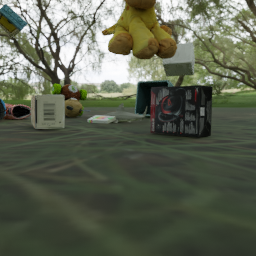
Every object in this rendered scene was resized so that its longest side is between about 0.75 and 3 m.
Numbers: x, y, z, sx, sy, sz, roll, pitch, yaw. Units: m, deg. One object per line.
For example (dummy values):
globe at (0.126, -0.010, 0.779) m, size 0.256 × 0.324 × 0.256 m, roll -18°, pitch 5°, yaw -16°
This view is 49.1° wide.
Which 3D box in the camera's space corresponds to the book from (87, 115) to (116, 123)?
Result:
book at (-0.837, -0.253, 8.892) m, size 0.756 × 0.182 × 0.505 m, roll 3°, pitch 16°, yaw 28°

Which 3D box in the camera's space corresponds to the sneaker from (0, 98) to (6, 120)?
sneaker at (-4.956, -0.605, 8.921) m, size 0.975 × 0.871 × 2.380 m, roll 2°, pitch 5°, yaw 20°

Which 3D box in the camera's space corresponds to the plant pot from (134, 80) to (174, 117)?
plant pot at (1.367, -1.154, 12.287) m, size 1.515 × 1.520 × 1.548 m, roll 3°, pitch -5°, yaw 31°

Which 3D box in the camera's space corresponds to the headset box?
headset box at (0.954, -0.338, 5.458) m, size 0.473 × 0.938 × 1.261 m, roll -3°, pitch 5°, yaw -45°

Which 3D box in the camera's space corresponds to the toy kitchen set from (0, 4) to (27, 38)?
toy kitchen set at (-2.349, -1.751, 4.610) m, size 0.711 × 1.207 × 0.967 m, roll -19°, pitch -51°, yaw 44°

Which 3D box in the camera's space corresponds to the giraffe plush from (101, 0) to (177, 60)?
giraffe plush at (0.403, -3.433, 8.148) m, size 2.225 × 2.091 × 2.579 m, roll -6°, pitch 39°, yaw -21°

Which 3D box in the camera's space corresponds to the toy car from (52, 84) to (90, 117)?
toy car at (-2.413, -1.069, 12.196) m, size 1.540 × 1.479 × 1.875 m, roll 9°, pitch 11°, yaw -31°

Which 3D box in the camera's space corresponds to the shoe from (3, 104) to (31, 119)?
shoe at (-4.649, -0.654, 10.589) m, size 1.877 × 0.671 × 0.854 m, roll 1°, pitch -1°, yaw -36°

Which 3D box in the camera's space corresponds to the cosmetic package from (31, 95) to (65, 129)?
cosmetic package at (-2.130, -0.445, 7.315) m, size 0.714 × 0.846 × 1.636 m, roll -2°, pitch 4°, yaw -21°

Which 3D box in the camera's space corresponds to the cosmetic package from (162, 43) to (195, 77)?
cosmetic package at (1.868, -2.485, 10.270) m, size 1.044 × 0.862 × 0.861 m, roll 1°, pitch -22°, yaw 18°

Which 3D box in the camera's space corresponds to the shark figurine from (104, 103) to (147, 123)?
shark figurine at (-0.040, -0.497, 9.206) m, size 1.561 × 0.651 × 0.932 m, roll -3°, pitch 7°, yaw -10°
